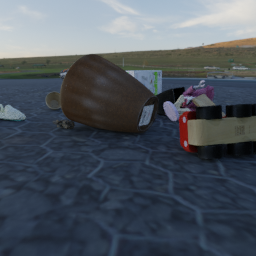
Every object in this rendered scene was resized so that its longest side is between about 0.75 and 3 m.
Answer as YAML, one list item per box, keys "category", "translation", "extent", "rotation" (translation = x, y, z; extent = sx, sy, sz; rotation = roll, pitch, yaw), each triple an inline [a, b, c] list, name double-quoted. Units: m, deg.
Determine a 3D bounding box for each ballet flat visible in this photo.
- category: "ballet flat"
  translation: [-5.507, -0.707, 12.389]
  extent: [2.048, 0.735, 0.735]
  rotation: [4, 14, 15]

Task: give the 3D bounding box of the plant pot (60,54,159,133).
- category: "plant pot"
  translation: [-0.459, -0.969, 10.134]
  extent: [2.896, 2.707, 2.707]
  rotation: [25, 24, 28]

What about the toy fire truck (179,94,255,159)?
- category: "toy fire truck"
  translation: [2.534, -0.218, 8.435]
  extent: [2.478, 1.811, 2.815]
  rotation: [-5, 2, -16]

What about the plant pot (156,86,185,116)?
- category: "plant pot"
  translation: [2.024, -1.229, 13.500]
  extent: [1.174, 1.324, 1.320]
  rotation: [-4, 9, 35]

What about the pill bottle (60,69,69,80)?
- category: "pill bottle"
  translation: [-2.372, -2.237, 11.657]
  extent: [0.926, 0.492, 0.492]
  rotation: [1, 11, 40]

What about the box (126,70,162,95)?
- category: "box"
  translation: [0.850, -2.067, 15.163]
  extent: [1.824, 2.067, 0.999]
  rotation: [-9, 15, -30]

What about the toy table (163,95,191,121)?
- category: "toy table"
  translation: [2.127, -0.824, 12.162]
  extent: [0.720, 1.130, 1.230]
  rotation: [-18, 40, -11]

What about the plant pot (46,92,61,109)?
- category: "plant pot"
  translation: [-3.992, -1.407, 15.194]
  extent: [0.956, 0.956, 0.641]
  rotation: [-5, -12, -20]

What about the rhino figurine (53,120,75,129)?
- category: "rhino figurine"
  translation: [-2.487, -0.159, 10.707]
  extent: [1.121, 0.335, 0.490]
  rotation: [8, 4, 39]

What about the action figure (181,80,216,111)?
- category: "action figure"
  translation: [3.007, -1.397, 13.129]
  extent: [1.876, 1.688, 2.520]
  rotation: [11, 14, 44]
